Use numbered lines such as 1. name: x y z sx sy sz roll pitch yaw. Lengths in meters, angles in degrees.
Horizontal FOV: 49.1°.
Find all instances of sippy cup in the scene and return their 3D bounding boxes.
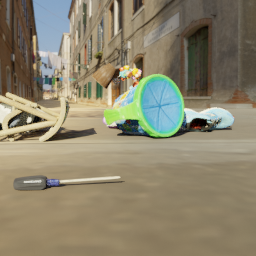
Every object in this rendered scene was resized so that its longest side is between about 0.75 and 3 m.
1. sippy cup: 0.468 -0.540 8.519 2.363 1.856 1.732 29 -24 -31

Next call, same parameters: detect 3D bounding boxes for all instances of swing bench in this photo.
1. swing bench: -2.716 -0.318 8.004 1.987 1.289 1.977 4 4 -9

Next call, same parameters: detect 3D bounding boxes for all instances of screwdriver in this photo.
1. screwdriver: -0.702 0.636 3.274 1.230 0.172 0.179 0 36 -4

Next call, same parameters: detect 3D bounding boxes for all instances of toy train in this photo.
1. toy train: 0.171 -2.267 13.455 1.698 1.276 0.472 12 16 -47

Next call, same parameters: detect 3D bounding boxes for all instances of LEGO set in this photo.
1. LEGO set: 3.084 -0.126 11.249 2.150 0.528 1.606 -12 6 -4

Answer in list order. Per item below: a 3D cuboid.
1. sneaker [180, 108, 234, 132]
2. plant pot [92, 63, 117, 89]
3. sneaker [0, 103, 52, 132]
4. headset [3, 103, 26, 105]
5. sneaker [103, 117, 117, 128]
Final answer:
1. sneaker: 2.764 -0.144 9.777 2.182 0.855 0.981 -3 26 -14
2. plant pot: -0.950 -2.330 12.168 0.871 0.932 0.871 41 7 -7
3. sneaker: -4.020 -0.366 10.211 2.986 0.992 1.351 6 4 21
4. headset: -5.560 -0.547 13.502 1.767 1.344 2.861 1 -10 17
5. sneaker: -0.412 -0.250 10.306 1.267 0.806 2.223 -4 -4 12
